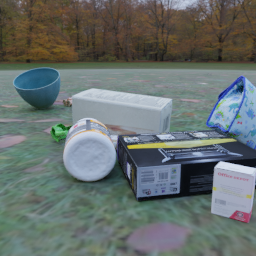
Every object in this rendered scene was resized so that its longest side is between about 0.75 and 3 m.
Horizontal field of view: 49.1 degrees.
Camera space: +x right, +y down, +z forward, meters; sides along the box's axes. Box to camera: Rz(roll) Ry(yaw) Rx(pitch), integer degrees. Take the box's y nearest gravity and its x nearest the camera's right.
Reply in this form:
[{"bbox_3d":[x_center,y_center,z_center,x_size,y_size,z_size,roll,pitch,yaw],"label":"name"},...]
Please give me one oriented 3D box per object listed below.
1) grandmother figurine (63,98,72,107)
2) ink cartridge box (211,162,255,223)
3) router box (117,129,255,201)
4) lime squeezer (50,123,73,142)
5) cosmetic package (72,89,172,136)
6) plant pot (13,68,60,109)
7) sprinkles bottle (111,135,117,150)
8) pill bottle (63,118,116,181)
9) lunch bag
[{"bbox_3d":[-2.399,-1.339,13.617,0.877,0.438,1.447,21,26,32],"label":"grandmother figurine"},{"bbox_3d":[1.574,0.938,4.175,0.550,0.758,0.316,9,17,31],"label":"ink cartridge box"},{"bbox_3d":[1.116,0.613,5.638,2.438,0.637,1.917,-3,15,-11],"label":"router box"},{"bbox_3d":[-1.733,0.120,7.729,0.863,0.461,2.445,0,7,3],"label":"lime squeezer"},{"bbox_3d":[-0.155,-0.340,7.861,2.532,1.105,1.309,11,22,20],"label":"cosmetic package"},{"bbox_3d":[-3.891,-1.640,12.445,1.967,1.325,1.967,-3,38,2],"label":"plant pot"},{"bbox_3d":[-0.210,0.385,7.029,1.128,0.385,0.385,5,15,18],"label":"sprinkles bottle"},{"bbox_3d":[-0.827,0.357,5.952,0.995,0.995,1.709,-2,16,-9],"label":"pill bottle"},{"bbox_3d":[2.851,-0.380,7.038,1.252,1.473,0.939,29,0,-33],"label":"lunch bag"}]
